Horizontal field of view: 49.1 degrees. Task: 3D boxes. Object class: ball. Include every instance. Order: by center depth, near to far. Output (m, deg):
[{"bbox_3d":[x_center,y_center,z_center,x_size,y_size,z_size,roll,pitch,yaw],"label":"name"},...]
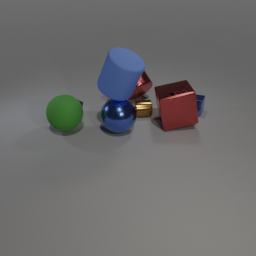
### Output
[{"bbox_3d":[-2.429,-0.585,10.783,1.400,1.400,1.400,0,31,0],"label":"ball"},{"bbox_3d":[-0.362,-0.498,10.845,1.400,1.400,1.400,0,31,0],"label":"ball"}]

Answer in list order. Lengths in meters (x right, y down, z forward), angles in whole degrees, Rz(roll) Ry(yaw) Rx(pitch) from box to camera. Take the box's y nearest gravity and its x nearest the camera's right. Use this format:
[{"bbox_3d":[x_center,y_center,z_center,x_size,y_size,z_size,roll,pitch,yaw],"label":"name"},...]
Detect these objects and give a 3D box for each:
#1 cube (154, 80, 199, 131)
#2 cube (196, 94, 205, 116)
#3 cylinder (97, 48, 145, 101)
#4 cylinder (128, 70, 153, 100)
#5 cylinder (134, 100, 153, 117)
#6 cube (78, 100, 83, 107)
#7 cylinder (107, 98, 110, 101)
[{"bbox_3d":[1.929,-0.936,11.301,1.400,1.400,1.400,-12,29,3],"label":"cube"},{"bbox_3d":[2.971,-1.044,12.400,0.700,0.700,0.700,11,31,22],"label":"cube"},{"bbox_3d":[-0.273,-1.955,10.230,1.400,1.400,1.400,15,43,-15],"label":"cylinder"},{"bbox_3d":[0.238,-2.280,13.274,1.400,1.400,1.400,-22,74,-32],"label":"cylinder"},{"bbox_3d":[0.654,-0.849,12.114,0.700,0.700,0.700,-3,31,-6],"label":"cylinder"},{"bbox_3d":[-2.441,-0.862,11.957,0.700,0.700,0.700,25,21,31],"label":"cube"},{"bbox_3d":[-0.547,-1.237,12.635,0.700,0.700,0.700,6,38,11],"label":"cylinder"}]
